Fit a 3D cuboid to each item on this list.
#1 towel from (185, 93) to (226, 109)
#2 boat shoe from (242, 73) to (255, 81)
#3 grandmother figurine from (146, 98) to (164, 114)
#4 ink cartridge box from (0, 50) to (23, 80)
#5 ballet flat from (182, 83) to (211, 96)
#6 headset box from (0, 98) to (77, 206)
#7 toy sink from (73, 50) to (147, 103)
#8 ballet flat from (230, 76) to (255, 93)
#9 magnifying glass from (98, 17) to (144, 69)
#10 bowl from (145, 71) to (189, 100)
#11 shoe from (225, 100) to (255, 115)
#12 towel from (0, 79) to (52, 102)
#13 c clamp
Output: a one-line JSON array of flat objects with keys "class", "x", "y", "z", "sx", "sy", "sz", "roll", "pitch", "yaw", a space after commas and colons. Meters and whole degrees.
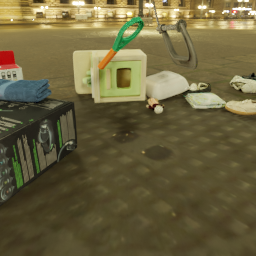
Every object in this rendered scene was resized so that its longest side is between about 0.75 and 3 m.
[{"class": "towel", "x": 2.863, "y": -1.005, "z": 10.405, "sx": 1.224, "sy": 0.295, "sz": 1.048, "roll": -3, "pitch": 27, "yaw": -7}, {"class": "boat shoe", "x": 6.009, "y": -2.434, "z": 13.420, "sx": 0.470, "sy": 0.417, "sz": 1.259, "roll": -11, "pitch": 26, "yaw": -23}, {"class": "grandmother figurine", "x": 0.974, "y": -0.786, "z": 9.883, "sx": 0.655, "sy": 0.327, "sz": 1.079, "roll": -12, "pitch": 23, "yaw": -5}, {"class": "ink cartridge box", "x": -4.801, "y": -1.558, "z": 9.587, "sx": 2.207, "sy": 1.937, "sz": 0.925, "roll": -15, "pitch": 28, "yaw": -28}, {"class": "ballet flat", "x": 2.835, "y": -1.625, "z": 11.555, "sx": 1.355, "sy": 0.463, "sz": 0.461, "roll": -11, "pitch": 28, "yaw": -22}, {"class": "headset box", "x": -2.988, "y": 0.266, "z": 6.224, "sx": 2.508, "sy": 1.336, "sz": 2.880, "roll": 10, "pitch": 26, "yaw": 22}, {"class": "toy sink", "x": -0.740, "y": -2.020, "z": 10.851, "sx": 2.715, "sy": 1.770, "sz": 1.521, "roll": -2, "pitch": 25, "yaw": -7}, {"class": "ballet flat", "x": 4.981, "y": -1.772, "z": 11.958, "sx": 0.627, "sy": 0.627, "sz": 1.748, "roll": -6, "pitch": 22, "yaw": -14}, {"class": "magnifying glass", "x": -0.250, "y": -2.315, "z": 7.768, "sx": 0.207, "sy": 1.850, "sz": 0.736, "roll": 53, "pitch": 34, "yaw": 12}, {"class": "bowl", "x": 1.459, "y": -1.833, "z": 11.505, "sx": 1.683, "sy": 0.629, "sz": 1.685, "roll": -22, "pitch": 31, "yaw": -19}, {"class": "shoe", "x": 4.364, "y": -0.753, "z": 9.509, "sx": 1.998, "sy": 0.533, "sz": 0.698, "roll": 8, "pitch": 25, "yaw": 18}, {"class": "towel", "x": -2.760, "y": -0.932, "z": 6.780, "sx": 1.601, "sy": 0.389, "sz": 0.894, "roll": 5, "pitch": 25, "yaw": 9}, {"class": "c clamp", "x": 1.510, "y": -3.057, "z": 9.415, "sx": 0.366, "sy": 2.310, "sz": 2.704, "roll": -24, "pitch": 26, "yaw": -5}]
